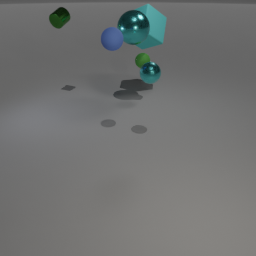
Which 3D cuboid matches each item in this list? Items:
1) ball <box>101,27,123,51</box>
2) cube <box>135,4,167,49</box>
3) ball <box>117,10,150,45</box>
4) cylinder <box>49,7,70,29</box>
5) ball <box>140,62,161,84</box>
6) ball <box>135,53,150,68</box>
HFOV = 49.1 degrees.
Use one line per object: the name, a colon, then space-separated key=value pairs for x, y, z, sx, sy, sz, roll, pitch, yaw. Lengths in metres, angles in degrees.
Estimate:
ball: x=-0.491 y=-2.748 z=8.659 sx=0.700 sy=0.700 sz=0.700 roll=0 pitch=28 yaw=0
cube: x=0.831 y=-4.844 z=13.562 sx=1.400 sy=1.400 sz=1.400 roll=16 pitch=-11 yaw=-42
ball: x=0.235 y=-4.246 z=11.868 sx=1.400 sy=1.400 sz=1.400 roll=0 pitch=28 yaw=0
cylinder: x=-3.061 y=-4.945 z=12.574 sx=0.700 sy=0.700 sz=0.700 roll=13 pitch=50 yaw=23
ball: x=0.726 y=-1.794 z=9.112 sx=0.700 sy=0.700 sz=0.700 roll=0 pitch=28 yaw=0
ball: x=0.675 y=-3.093 z=12.865 sx=0.700 sy=0.700 sz=0.700 roll=0 pitch=28 yaw=0
